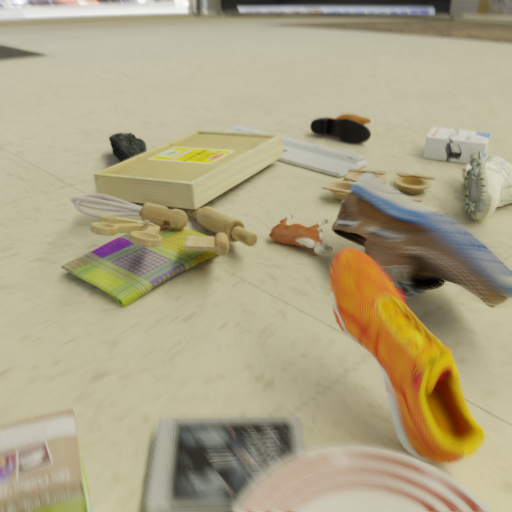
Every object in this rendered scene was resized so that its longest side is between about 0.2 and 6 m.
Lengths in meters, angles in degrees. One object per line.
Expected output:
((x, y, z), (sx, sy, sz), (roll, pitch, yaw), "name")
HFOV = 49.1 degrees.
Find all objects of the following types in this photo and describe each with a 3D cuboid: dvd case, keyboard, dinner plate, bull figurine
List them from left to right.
((-0.230, 1.842, 4.926), (1.348, 0.167, 1.013), (-1, 30, -2), "dvd case")
((0.586, -2.430, 12.835), (3.955, 0.211, 1.113), (23, 41, 36), "keyboard")
((0.743, -0.335, 8.724), (1.081, 0.352, 0.656), (15, 37, 27), "bull figurine")
((0.850, 2.307, 3.872), (2.245, 0.272, 2.245), (2, 33, -1), "dinner plate")

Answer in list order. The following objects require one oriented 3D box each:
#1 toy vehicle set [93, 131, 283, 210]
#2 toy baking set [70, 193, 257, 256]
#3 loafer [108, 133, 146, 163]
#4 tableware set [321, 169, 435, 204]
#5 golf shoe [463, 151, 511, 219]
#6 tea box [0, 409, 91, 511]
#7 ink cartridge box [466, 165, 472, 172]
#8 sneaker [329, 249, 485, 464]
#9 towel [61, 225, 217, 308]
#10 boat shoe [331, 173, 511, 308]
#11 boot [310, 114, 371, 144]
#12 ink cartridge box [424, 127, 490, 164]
((-1.186, -1.819, 11.085), (2.171, 0.463, 3.493), (10, 28, 27), "toy vehicle set")
((-1.494, -0.616, 8.572), (2.384, 0.361, 3.106), (4, 14, -31), "toy baking set")
((-2.685, -2.296, 12.024), (0.676, 0.654, 1.926), (-19, 29, -15), "loafer")
((2.344, -1.278, 10.520), (1.789, 0.248, 2.142), (14, 30, 23), "tableware set")
((4.339, -1.269, 9.981), (1.138, 0.917, 2.342), (15, 33, 14), "golf shoe")
((-1.759, 1.835, 3.951), (1.119, 1.101, 0.748), (-8, 30, -19), "tea box")
((4.717, -1.673, 11.434), (0.822, 0.206, 0.667), (2, 28, 20), "ink cartridge box")
((1.384, 0.810, 5.087), (0.766, 0.810, 2.100), (-22, 77, -31), "sneaker")
((-1.588, 0.027, 8.231), (1.465, 0.232, 2.040), (21, 36, 33), "towel")
((2.052, -0.039, 7.371), (1.122, 1.124, 3.105), (34, 8, -30), "boat shoe")
((2.432, -3.216, 14.078), (1.612, 0.586, 1.712), (11, 22, 35), "boot")
((4.453, -2.440, 12.433), (1.252, 0.524, 0.908), (13, 31, 22), "ink cartridge box")
